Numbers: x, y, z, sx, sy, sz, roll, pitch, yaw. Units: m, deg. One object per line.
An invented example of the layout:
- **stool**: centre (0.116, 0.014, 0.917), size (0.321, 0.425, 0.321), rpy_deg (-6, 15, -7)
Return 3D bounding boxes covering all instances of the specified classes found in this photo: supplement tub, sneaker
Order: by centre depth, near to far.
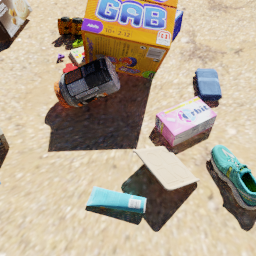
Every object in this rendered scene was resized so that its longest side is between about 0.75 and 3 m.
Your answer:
- **sneaker**: centre (3.079, 1.210, 7.775), size (0.805, 0.827, 2.076), rpy_deg (-19, 52, -15)
- **supplement tub**: centre (-1.391, -1.496, 9.480), size (2.016, 1.235, 1.235), rpy_deg (-21, 50, 11)

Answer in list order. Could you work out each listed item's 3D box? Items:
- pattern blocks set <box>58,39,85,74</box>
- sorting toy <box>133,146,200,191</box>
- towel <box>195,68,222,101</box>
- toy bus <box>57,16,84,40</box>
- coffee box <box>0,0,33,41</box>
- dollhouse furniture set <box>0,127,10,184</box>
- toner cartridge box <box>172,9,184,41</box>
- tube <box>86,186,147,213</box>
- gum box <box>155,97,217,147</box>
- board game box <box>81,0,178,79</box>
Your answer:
- **pattern blocks set**: centre (-1.703, -3.071, 11.698), size (2.448, 0.198, 2.152), rpy_deg (-16, 52, -13)
- **sorting toy**: centre (1.058, 1.106, 7.875), size (1.483, 0.292, 1.603), rpy_deg (-3, 39, -47)
- **towel**: centre (2.971, -1.627, 10.407), size (0.858, 0.373, 1.538), rpy_deg (3, 50, 2)
- **toy bus**: centre (-2.319, -4.633, 12.621), size (1.341, 0.910, 1.287), rpy_deg (10, 38, 12)
- **coffee box**: centre (-5.433, -5.166, 12.528), size (0.950, 1.363, 2.384), rpy_deg (-5, 47, 22)
- **dollhouse furniture set**: centre (-3.935, 0.988, 7.804), size (1.499, 1.491, 2.127), rpy_deg (-29, 80, -23)
- **toner cartridge box**: centre (1.784, -4.239, 12.174), size (0.436, 0.960, 2.020), rpy_deg (23, 54, 19)
- **tube**: centre (-0.294, 1.942, 7.497), size (1.556, 0.392, 0.602), rpy_deg (8, 42, 12)
- **gum box**: centre (1.908, -0.265, 9.133), size (1.794, 0.593, 1.018), rpy_deg (-24, 54, -18)
- **board game box**: centre (0.037, -3.628, 9.667), size (2.696, 2.698, 2.697), rpy_deg (11, 80, -4)
